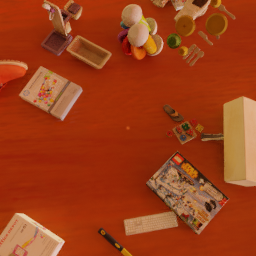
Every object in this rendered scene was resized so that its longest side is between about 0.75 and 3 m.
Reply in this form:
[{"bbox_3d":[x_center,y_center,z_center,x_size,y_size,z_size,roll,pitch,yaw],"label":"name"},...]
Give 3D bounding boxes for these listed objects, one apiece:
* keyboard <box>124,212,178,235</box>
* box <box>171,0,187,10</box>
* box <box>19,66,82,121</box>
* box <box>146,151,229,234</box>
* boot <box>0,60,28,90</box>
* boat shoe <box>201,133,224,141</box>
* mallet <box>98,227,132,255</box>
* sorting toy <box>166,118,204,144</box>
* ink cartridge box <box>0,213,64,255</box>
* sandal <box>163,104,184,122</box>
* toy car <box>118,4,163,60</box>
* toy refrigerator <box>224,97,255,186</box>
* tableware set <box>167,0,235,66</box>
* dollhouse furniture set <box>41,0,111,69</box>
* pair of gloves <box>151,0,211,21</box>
[{"bbox_3d":[0.761,3.176,9.351,1.748,0.093,0.492,-9,72,-3],"label":"keyboard"},{"bbox_3d":[2.429,-5.609,12.215,1.010,0.208,0.787,-17,72,-5],"label":"box"},{"bbox_3d":[-2.929,-1.345,10.705,1.872,0.385,1.460,28,74,10],"label":"box"},{"bbox_3d":[1.977,2.145,9.484,1.591,0.463,2.323,-43,77,-13],"label":"box"},{"bbox_3d":[-5.007,-1.670,10.576,2.653,0.995,1.422,-15,77,2],"label":"boot"},{"bbox_3d":[3.162,0.283,10.189,0.995,0.333,0.284,-4,76,2],"label":"boat shoe"},{"bbox_3d":[-0.180,4.045,8.933,2.121,0.437,0.699,30,69,13],"label":"mallet"},{"bbox_3d":[2.135,0.124,10.292,1.381,0.234,0.666,-27,74,-9],"label":"sorting toy"},{"bbox_3d":[-3.132,3.688,8.834,1.749,0.740,1.264,29,74,10],"label":"ink cartridge box"},{"bbox_3d":[1.701,-0.579,10.517,0.368,0.246,0.902,-40,76,-12],"label":"sandal"},{"bbox_3d":[0.318,-3.618,10.989,1.508,1.760,2.011,-26,70,30],"label":"toy car"},{"bbox_3d":[3.986,0.493,9.655,1.079,0.994,2.842,14,70,-25],"label":"toy refrigerator"},{"bbox_3d":[2.105,-2.974,8.443,1.335,1.981,0.304,45,36,6],"label":"tableware set"},{"bbox_3d":[-1.779,-3.894,10.659,2.907,2.063,2.303,31,74,10],"label":"dollhouse furniture set"},{"bbox_3d":[2.268,-5.569,11.885,2.022,0.417,2.378,-43,76,-12],"label":"pair of gloves"}]
